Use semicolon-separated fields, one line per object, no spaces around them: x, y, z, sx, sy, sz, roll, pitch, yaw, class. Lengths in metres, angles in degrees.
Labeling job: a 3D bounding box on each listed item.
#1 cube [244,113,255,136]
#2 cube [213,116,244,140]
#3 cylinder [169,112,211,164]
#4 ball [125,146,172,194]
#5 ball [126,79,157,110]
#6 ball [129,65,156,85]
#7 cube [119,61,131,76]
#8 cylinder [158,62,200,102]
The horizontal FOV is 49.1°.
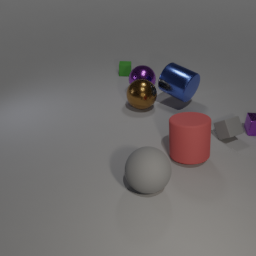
5.172;-0.142;11.284;0.700;0.700;0.700;3;33;5;cube
3.872;-0.001;10.802;0.700;0.700;0.700;-15;-4;-23;cube
2.131;0.321;9.682;1.400;1.400;1.400;-4;23;2;cylinder
0.601;1.251;8.388;1.400;1.400;1.400;0;33;0;ball
0.624;-1.539;12.796;1.400;1.400;1.400;0;33;0;ball
0.731;-2.500;14.335;1.400;1.400;1.400;0;33;0;ball
-0.165;-3.505;16.550;0.700;0.700;0.700;2;32;2;cube
2.337;-2.093;12.820;1.400;1.400;1.400;33;44;28;cylinder
